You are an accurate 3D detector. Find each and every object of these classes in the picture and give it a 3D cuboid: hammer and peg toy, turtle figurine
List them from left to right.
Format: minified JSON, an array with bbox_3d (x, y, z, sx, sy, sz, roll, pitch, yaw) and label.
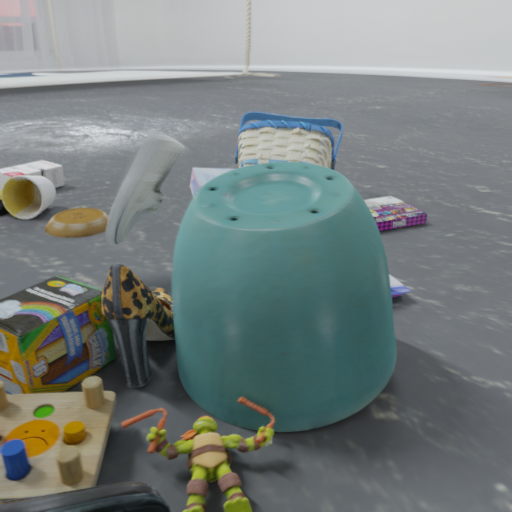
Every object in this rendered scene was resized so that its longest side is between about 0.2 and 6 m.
[{"bbox_3d":[-2.420,1.824,5.289,1.968,0.694,1.448,-2,25,-4],"label":"hammer and peg toy"},{"bbox_3d":[-0.512,1.939,5.269,1.515,0.488,1.222,3,30,-12],"label":"turtle figurine"}]

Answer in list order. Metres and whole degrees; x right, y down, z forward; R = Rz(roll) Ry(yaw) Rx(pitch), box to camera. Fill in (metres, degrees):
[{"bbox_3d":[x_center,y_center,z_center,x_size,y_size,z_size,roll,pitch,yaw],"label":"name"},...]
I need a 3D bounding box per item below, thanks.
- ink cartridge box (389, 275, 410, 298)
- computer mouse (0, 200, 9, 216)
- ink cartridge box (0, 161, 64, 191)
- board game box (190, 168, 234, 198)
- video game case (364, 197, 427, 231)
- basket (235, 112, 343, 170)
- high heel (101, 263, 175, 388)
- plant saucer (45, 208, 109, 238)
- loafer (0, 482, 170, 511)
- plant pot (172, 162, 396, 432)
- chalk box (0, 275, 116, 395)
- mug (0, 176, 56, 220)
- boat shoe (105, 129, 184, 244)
[{"bbox_3d":[1.815,0.413,8.986,0.715,0.251,1.198,-8,27,-24],"label":"ink cartridge box"},{"bbox_3d":[-5.901,-0.988,12.210,0.531,0.309,1.813,14,28,27],"label":"computer mouse"},{"bbox_3d":[-5.677,-1.953,14.088,0.968,0.564,1.337,17,29,35],"label":"ink cartridge box"},{"bbox_3d":[0.131,-0.673,9.219,2.070,0.451,2.080,-1,44,-21],"label":"board game box"},{"bbox_3d":[2.676,-0.913,12.079,1.470,0.263,1.332,-10,25,-22],"label":"video game case"},{"bbox_3d":[0.640,-2.303,12.794,2.446,1.929,2.774,7,54,10],"label":"basket"},{"bbox_3d":[-1.452,0.468,7.291,0.769,1.536,2.155,-4,23,1],"label":"high heel"},{"bbox_3d":[-3.698,-0.737,11.705,1.401,0.248,1.401,0,24,0],"label":"plant saucer"},{"bbox_3d":[-1.991,2.183,4.195,2.645,0.963,0.956,-8,20,-21],"label":"loafer"},{"bbox_3d":[0.268,0.219,6.549,2.754,2.210,2.754,-5,30,3],"label":"plant pot"},{"bbox_3d":[-2.440,0.933,6.939,1.016,1.009,1.628,14,26,32],"label":"chalk box"},{"bbox_3d":[-5.044,-1.426,12.409,1.182,0.947,0.970,32,17,-3],"label":"mug"},{"bbox_3d":[-1.768,-1.005,8.955,0.647,1.969,0.709,27,3,-2],"label":"boat shoe"}]
